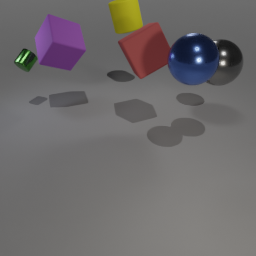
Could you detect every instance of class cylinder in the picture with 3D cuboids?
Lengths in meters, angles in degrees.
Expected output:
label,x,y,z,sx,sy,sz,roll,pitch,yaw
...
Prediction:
label,x,y,z,sx,sy,sz,roll,pitch,yaw
cylinder,-4.261,-2.822,11.691,0.700,0.700,0.700,19,72,29
cylinder,-0.102,-5.422,13.434,1.400,1.400,1.400,-12,30,7

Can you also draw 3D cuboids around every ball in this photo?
label,x,y,z,sx,sy,sz,roll,pitch,yaw
ball,1.790,-1.875,7.707,1.400,1.400,1.400,0,31,0
ball,2.825,-2.016,8.679,1.400,1.400,1.400,0,31,0

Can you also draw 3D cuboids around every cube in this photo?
label,x,y,z,sx,sy,sz,roll,pitch,yaw
cube,0.622,-2.787,10.032,1.400,1.400,1.400,-29,20,3
cube,-2.716,-3.357,11.178,1.400,1.400,1.400,4,61,-40
